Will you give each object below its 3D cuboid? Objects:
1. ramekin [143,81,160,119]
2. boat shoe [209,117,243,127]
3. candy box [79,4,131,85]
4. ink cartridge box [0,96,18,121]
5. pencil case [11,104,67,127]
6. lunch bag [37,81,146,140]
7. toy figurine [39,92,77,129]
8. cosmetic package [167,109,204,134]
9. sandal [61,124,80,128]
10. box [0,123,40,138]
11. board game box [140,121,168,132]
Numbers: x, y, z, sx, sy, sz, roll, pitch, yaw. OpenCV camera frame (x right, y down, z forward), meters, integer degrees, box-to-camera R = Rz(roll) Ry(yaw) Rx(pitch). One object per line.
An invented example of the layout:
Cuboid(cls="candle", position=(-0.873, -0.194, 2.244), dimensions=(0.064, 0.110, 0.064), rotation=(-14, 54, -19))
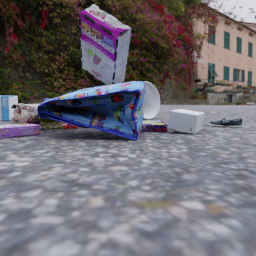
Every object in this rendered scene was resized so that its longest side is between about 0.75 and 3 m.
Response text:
Cuboid(cls="ramekin", position=(0.702, -1.380, 14.643), dimensions=(1.956, 1.956, 0.954), rotation=(-6, 0, -43))
Cuboid(cls="boat shoe", position=(3.701, -0.225, 10.613), dimensions=(1.195, 0.369, 0.447), rotation=(3, 7, 24))
Cuboid(cls="candy box", position=(-0.773, -2.520, 9.027), dimensions=(1.546, 2.268, 0.692), rotation=(38, 60, 16))
Cuboid(cls="ink cartridge box", position=(-6.616, -0.992, 13.845), dimensions=(1.939, 1.214, 1.246), rotation=(0, 6, -2))
Cuboid(cls="pencil case", position=(-2.898, -0.439, 10.026), dimensions=(2.351, 0.915, 1.052), rotation=(-6, 9, -43))
Cuboid(cls="lunch bag", position=(-1.036, -0.686, 8.128), dimensions=(2.940, 1.383, 2.213), rotation=(4, 15, 6))
Cuboid(cls="toy figurine", position=(-2.088, -0.692, 9.689), dimensions=(1.949, 1.168, 1.028), rotation=(-2, -26, -20))
Cuboid(cls="cosmetic package", position=(1.945, -0.253, 9.232), dimensions=(0.867, 0.609, 1.710), rotation=(12, 10, 20))
Cuboid(cls="sandal", position=(-2.023, -0.157, 10.089), dimensions=(0.803, 0.230, 0.308), rotation=(-3, -31, -19))
Cuboid(cls="box", position=(-3.482, 0.066, 8.140), dimensions=(1.512, 0.296, 1.035), rotation=(-6, 8, -44))
Cuboid(cls="board game box", position=(0.711, -0.082, 9.872), dimensions=(1.132, 0.304, 1.885), rotation=(4, 6, 0))
